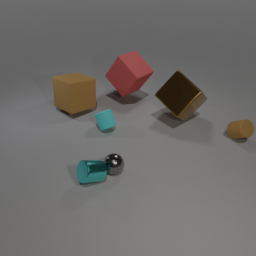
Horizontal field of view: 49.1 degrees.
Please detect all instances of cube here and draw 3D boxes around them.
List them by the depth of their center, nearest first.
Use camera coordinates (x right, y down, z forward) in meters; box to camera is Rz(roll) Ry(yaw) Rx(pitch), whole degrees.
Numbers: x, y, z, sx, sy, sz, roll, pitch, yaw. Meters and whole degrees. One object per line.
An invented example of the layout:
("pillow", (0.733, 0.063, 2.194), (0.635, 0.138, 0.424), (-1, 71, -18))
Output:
("cube", (2.246, -1.311, 11.760), (1.400, 1.400, 1.400), (48, 14, 21))
("cube", (-2.422, -1.614, 12.717), (1.400, 1.400, 1.400), (24, 32, 39))
("cube", (0.069, -2.576, 13.294), (1.400, 1.400, 1.400), (50, 44, 7))

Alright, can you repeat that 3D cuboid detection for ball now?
("ball", (-0.469, 1.183, 9.236), (0.700, 0.700, 0.700), (0, 32, 0))

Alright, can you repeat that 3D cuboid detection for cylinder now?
("cylinder", (-1.144, 1.349, 8.769), (0.700, 0.700, 0.700), (5, 22, -42))
("cylinder", (4.346, 0.049, 10.836), (0.700, 0.700, 0.700), (-15, 0, -24))
("cylinder", (-0.921, -0.345, 11.492), (0.700, 0.700, 0.700), (-20, 7, 3))
